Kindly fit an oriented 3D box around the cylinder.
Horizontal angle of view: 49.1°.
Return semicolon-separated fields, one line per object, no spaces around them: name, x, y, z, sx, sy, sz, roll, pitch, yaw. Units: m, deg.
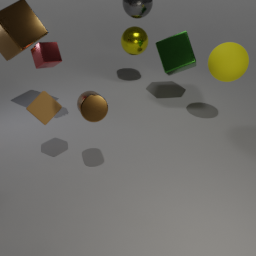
cylinder;-0.922;-0.564;7.213;0.700;0.700;0.700;-9;18;-15

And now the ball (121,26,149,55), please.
ball;0.333;-4.385;14.113;1.400;1.400;1.400;0;31;0

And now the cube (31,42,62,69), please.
cube;-2.818;-2.507;9.671;0.700;0.700;0.700;-18;4;-42

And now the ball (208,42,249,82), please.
ball;3.624;-2.380;10.157;1.400;1.400;1.400;0;31;0

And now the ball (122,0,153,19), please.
ball;0.442;-5.771;12.855;1.400;1.400;1.400;0;31;0

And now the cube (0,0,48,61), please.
cube;-4.103;-3.530;10.179;1.400;1.400;1.400;-7;36;47

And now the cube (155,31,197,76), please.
cube;2.189;-3.293;12.576;1.400;1.400;1.400;-18;0;15

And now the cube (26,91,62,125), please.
cube;-2.422;-0.597;8.164;0.700;0.700;0.700;-48;14;-3
